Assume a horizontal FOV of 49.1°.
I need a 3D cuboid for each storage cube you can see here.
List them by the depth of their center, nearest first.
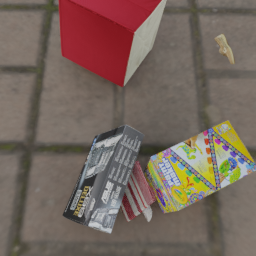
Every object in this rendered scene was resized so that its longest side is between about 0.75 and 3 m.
[{"bbox_3d":[-0.457,-2.926,8.093,2.195,2.442,2.088,28,58,8],"label":"storage cube"}]

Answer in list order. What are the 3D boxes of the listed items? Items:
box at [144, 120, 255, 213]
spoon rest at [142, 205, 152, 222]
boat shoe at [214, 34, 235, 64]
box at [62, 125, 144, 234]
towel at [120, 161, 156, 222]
[{"bbox_3d":[1.561,1.034,6.759,1.964,2.039,1.244,-24,74,-8],"label":"box"},{"bbox_3d":[0.289,1.837,7.209,0.374,0.613,1.234,-20,48,-4],"label":"spoon rest"},{"bbox_3d":[3.007,-2.401,8.688,0.346,0.382,1.071,-23,68,21],"label":"boat shoe"},{"bbox_3d":[-0.635,1.204,6.831,0.585,1.855,2.352,29,69,-21],"label":"box"},{"bbox_3d":[0.115,1.577,6.854,0.165,1.451,1.045,-7,59,-32],"label":"towel"}]
